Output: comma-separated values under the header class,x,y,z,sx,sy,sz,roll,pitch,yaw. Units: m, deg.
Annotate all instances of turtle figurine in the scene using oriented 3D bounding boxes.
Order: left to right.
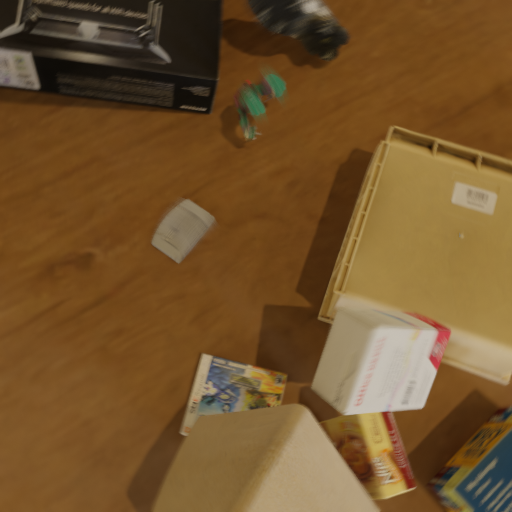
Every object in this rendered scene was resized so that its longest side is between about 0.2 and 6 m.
class,x,y,z,sx,sy,sz,roll,pitch,yaw
turtle figurine,-0.021,-2.299,8.489,0.671,1.333,0.998,27,87,-11

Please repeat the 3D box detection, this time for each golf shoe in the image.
class,x,y,z,sx,sy,sz,roll,pitch,yaw
golf shoe,0.569,-3.996,9.060,0.808,2.079,0.982,-40,40,29

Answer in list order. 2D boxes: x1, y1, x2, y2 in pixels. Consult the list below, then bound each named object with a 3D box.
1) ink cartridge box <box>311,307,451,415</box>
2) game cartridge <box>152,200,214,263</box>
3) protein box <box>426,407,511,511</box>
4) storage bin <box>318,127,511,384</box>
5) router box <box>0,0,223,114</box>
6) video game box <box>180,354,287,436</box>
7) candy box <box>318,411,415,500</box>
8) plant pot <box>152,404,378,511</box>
class,x,y,z,sx,sy,sz,roll,pitch,yaw
ink cartridge box,1.385,1.130,6.138,0.569,1.375,1.002,30,106,49
game cartridge,-1.150,-0.401,8.615,0.608,0.184,0.911,36,74,7
protein box,3.354,2.970,6.967,1.567,1.065,1.579,-40,75,-12
storage bin,2.682,-0.065,7.909,2.799,1.312,2.779,19,71,7
router box,-2.545,-4.129,9.056,3.993,1.043,3.140,6,71,-10
video game box,-0.297,2.042,7.711,1.238,0.290,1.128,13,74,4
candy box,1.161,2.438,6.837,0.454,1.642,0.948,-6,70,-23
plant pot,-0.065,2.946,5.955,1.905,1.907,1.689,56,46,-11
